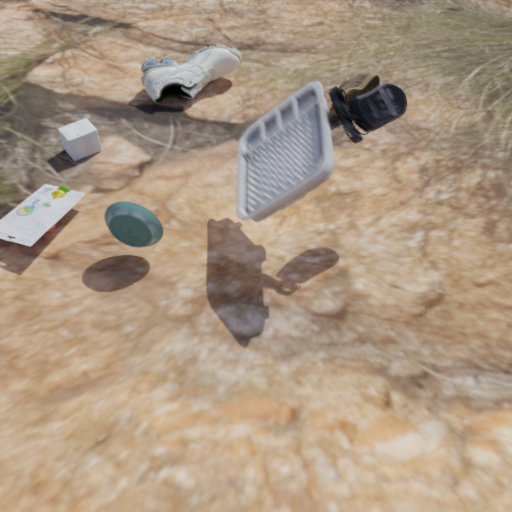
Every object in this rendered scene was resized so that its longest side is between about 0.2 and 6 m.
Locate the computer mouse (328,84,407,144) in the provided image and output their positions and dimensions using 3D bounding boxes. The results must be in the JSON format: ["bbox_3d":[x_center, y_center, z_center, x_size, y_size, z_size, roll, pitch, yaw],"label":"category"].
[{"bbox_3d":[1.956,-2.544,9.719,1.501,0.396,1.039,-23,86,-24],"label":"computer mouse"}]

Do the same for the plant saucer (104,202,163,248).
[{"bbox_3d":[-2.194,-0.489,9.908,1.090,1.090,0.196,9,48,8],"label":"plant saucer"}]

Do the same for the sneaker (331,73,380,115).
[{"bbox_3d":[2.283,-3.917,13.716,0.721,0.673,1.910,17,43,38],"label":"sneaker"}]

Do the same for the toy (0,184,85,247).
[{"bbox_3d":[-4.158,-0.718,10.796,0.994,0.408,1.726,14,47,17],"label":"toy"}]

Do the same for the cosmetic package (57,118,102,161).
[{"bbox_3d":[-3.886,-2.567,12.382,0.689,0.573,0.577,-29,54,-23],"label":"cosmetic package"}]

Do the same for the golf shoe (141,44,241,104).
[{"bbox_3d":[-1.524,-4.421,14.035,2.606,1.020,1.267,-16,66,-7],"label":"golf shoe"}]

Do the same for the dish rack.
[{"bbox_3d":[0.530,-1.734,9.750,2.020,0.512,2.353,-29,42,32],"label":"dish rack"}]
